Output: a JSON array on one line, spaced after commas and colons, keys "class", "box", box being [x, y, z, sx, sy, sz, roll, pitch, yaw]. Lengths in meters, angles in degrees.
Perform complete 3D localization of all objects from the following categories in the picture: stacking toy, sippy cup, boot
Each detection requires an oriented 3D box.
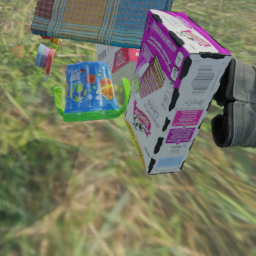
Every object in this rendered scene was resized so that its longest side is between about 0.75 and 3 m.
[{"class": "stacking toy", "box": [-1.998, -1.810, 6.676, 0.513, 1.099, 1.214, 16, 62, -16]}, {"class": "sippy cup", "box": [-0.736, -0.694, 5.393, 1.467, 1.075, 1.152, -6, 4, -9]}, {"class": "boot", "box": [2.163, -0.779, 4.129, 1.640, 0.850, 2.510, 16, 76, -9]}]

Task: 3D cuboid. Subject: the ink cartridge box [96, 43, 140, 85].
[{"class": "ink cartridge box", "box": [-0.169, -2.205, 7.039, 0.784, 1.346, 1.860, 2, 76, -38]}]

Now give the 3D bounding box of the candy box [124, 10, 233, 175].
[{"class": "candy box", "box": [0.353, -0.311, 2.669, 0.398, 1.304, 0.889, -3, 41, -18]}]

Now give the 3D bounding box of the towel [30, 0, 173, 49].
[{"class": "towel", "box": [-0.437, -2.441, 5.079, 2.570, 0.279, 1.884, 11, 86, 12]}]
